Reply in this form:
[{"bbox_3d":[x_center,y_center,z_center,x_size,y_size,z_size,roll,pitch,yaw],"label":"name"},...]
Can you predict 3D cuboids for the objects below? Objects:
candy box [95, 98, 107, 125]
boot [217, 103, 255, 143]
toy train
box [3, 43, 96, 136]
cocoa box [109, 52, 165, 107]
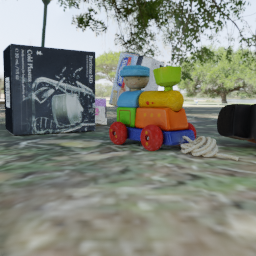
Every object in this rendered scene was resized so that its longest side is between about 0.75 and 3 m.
[{"bbox_3d":[-2.204,-0.590,9.723,2.149,0.916,2.562,-3,6,-29],"label":"candy box"},{"bbox_3d":[3.162,0.131,4.379,2.685,0.919,2.528,7,-3,-8],"label":"boot"},{"bbox_3d":[0.722,-0.376,4.670,1.063,1.453,2.511,-5,7,-39],"label":"toy train"},{"bbox_3d":[-2.023,-0.951,7.260,2.070,2.106,1.305,-4,8,-31],"label":"box"},{"bbox_3d":[0.301,-1.499,9.535,1.207,1.839,1.227,18,9,25],"label":"cocoa box"}]
